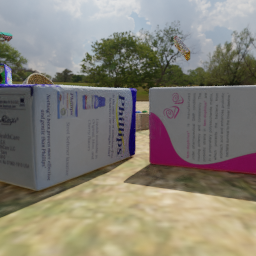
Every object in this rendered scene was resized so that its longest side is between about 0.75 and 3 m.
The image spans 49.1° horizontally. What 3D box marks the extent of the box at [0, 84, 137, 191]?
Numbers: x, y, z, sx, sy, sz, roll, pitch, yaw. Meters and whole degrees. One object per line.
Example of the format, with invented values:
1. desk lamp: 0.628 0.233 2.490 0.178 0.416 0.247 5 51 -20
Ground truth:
1. box: -1.292 -0.054 4.384 2.109 1.203 2.294 5 7 29

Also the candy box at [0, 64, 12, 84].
1. candy box: -4.885 -1.254 10.656 0.824 2.141 1.810 -4 6 -15

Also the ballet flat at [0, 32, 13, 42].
1. ballet flat: -4.084 -2.912 8.864 0.354 0.364 1.023 38 15 12

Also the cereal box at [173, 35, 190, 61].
1. cereal box: 1.859 -2.745 9.633 0.158 0.800 0.576 -35 -21 1

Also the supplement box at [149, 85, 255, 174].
1. supplement box: 1.603 -0.037 4.304 2.365 1.197 1.222 3 7 23

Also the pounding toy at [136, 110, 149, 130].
1. pounding toy: 0.040 -0.274 8.987 1.125 0.586 1.280 6 8 39

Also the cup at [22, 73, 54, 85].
1. cup: -3.976 -1.118 11.907 1.414 1.977 1.977 -24 -4 24
